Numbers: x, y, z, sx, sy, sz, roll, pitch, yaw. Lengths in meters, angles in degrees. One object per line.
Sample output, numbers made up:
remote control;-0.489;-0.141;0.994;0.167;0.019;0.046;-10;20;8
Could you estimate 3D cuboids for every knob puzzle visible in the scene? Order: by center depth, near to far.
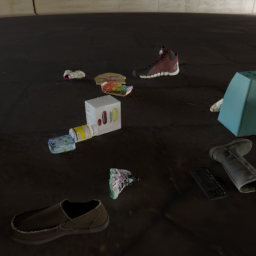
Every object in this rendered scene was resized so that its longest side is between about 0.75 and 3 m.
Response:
knob puzzle;-0.986;-2.663;15.411;1.880;0.261;1.880;0;29;0

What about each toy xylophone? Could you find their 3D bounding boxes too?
toy xylophone;-0.521;-2.005;14.061;1.592;0.400;1.166;9;29;15

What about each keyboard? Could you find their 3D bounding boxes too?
keyboard;2.349;1.502;7.902;0.791;0.169;1.318;-6;30;-11

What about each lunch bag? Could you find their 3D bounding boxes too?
lunch bag;-2.257;0.532;9.494;0.846;0.349;0.680;-11;28;-21

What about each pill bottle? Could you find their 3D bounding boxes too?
pill bottle;-1.577;0.168;9.969;0.893;0.510;0.510;-17;33;-29

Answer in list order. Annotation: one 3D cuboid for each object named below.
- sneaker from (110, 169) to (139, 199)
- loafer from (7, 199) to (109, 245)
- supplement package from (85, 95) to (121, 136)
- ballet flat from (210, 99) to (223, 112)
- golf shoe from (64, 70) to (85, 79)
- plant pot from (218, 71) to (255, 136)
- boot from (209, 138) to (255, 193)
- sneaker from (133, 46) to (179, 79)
sneaker;-0.096;1.473;7.652;0.800;0.444;1.143;-2;29;-2
loafer;-1.570;1.967;6.367;2.248;0.802;0.821;-7;29;-12
supplement package;-0.921;-0.494;10.533;1.077;1.126;0.828;-19;34;-29
ballet flat;4.208;-1.046;11.827;1.475;0.471;0.558;-10;38;19
golf shoe;-3.049;-2.949;15.847;1.239;0.466;0.567;4;42;14
plant pot;4.518;-0.989;10.471;1.461;2.069;1.462;-7;30;-11
boot;3.446;1.052;8.238;1.593;0.636;1.752;-18;27;-11
sneaker;1.612;-3.825;16.085;2.847;1.644;1.077;-11;30;-19
